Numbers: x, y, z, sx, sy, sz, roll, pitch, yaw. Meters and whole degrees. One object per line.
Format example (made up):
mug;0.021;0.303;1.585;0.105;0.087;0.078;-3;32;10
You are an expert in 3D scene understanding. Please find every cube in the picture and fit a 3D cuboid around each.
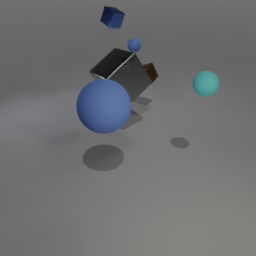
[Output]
cube;-0.692;-4.935;12.515;0.700;0.700;0.700;-16;50;-45
cube;0.779;-2.331;12.238;0.700;0.700;0.700;-2;38;42
cube;-0.274;-1.847;10.192;1.400;1.400;1.400;-45;38;-9

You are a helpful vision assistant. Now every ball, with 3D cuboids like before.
ball;-0.622;-0.552;7.205;1.400;1.400;1.400;0;29;0
ball;2.134;-1.206;7.679;0.700;0.700;0.700;0;29;0
ball;0.320;-4.258;14.415;0.700;0.700;0.700;0;29;0
